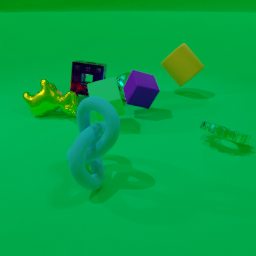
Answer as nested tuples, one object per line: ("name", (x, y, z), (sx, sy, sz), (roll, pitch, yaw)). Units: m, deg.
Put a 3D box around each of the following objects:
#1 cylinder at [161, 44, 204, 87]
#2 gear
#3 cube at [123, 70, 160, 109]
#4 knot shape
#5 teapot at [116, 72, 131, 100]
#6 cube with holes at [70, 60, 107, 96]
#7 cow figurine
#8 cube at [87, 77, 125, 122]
("cylinder", (2.257, -2.589, 11.632), (1.280, 1.280, 1.280), (50, 35, -1))
("gear", (2.667, 0.114, 7.742), (1.318, 0.244, 1.318), (17, 8, -3))
("cube", (0.438, -1.316, 9.601), (0.869, 0.869, 0.869), (10, 43, -24))
("knot shape", (-0.843, 0.334, 6.299), (0.894, 1.936, 1.811), (12, -5, -14))
("teapot", (-0.021, -1.576, 10.948), (1.808, 1.124, 0.885), (12, 34, -33))
("cube with holes", (-1.523, -1.951, 10.977), (1.194, 1.194, 1.194), (8, 16, -1))
("cow figurine", (-2.538, -0.820, 9.544), (1.735, 1.707, 0.952), (-34, -12, 5))
("cube", (-0.666, -0.875, 8.654), (0.892, 0.892, 0.892), (-15, 59, -1))
